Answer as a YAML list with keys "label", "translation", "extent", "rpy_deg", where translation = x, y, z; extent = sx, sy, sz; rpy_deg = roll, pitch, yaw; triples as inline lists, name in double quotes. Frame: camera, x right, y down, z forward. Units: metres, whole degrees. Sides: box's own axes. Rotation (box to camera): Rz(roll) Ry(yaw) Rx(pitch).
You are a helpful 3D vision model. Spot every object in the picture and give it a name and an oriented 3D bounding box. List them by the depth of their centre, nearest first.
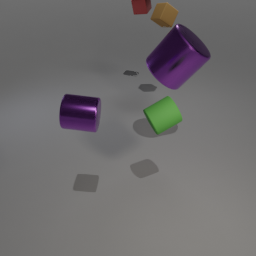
- label: "cylinder"
  translation: [-0.930, -0.294, 5.567]
  extent: [0.700, 0.700, 0.700]
  rpy_deg: [7, 31, 1]
- label: "cylinder"
  translation: [0.830, -0.302, 6.718]
  extent: [0.700, 0.700, 0.700]
  rpy_deg: [-30, 34, 0]
- label: "cylinder"
  translation: [1.496, -2.118, 8.441]
  extent: [1.400, 1.400, 1.400]
  rpy_deg: [28, 37, -24]
- label: "cube"
  translation: [1.477, -4.581, 11.383]
  extent: [0.700, 0.700, 0.700]
  rpy_deg: [20, 7, -35]
- label: "cube"
  translation: [0.641, -5.832, 13.180]
  extent: [0.700, 0.700, 0.700]
  rpy_deg: [7, 46, 24]
